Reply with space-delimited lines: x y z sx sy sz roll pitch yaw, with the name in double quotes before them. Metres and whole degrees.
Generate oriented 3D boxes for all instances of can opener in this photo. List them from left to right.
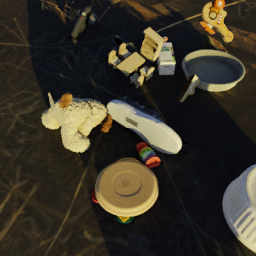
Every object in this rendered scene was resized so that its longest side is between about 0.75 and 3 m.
"can opener" -2.206 -5.032 13.504 1.001 0.807 2.546 11 48 9

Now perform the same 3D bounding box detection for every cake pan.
"cake pan" 3.365 -2.311 11.220 2.440 0.447 2.440 0 48 0

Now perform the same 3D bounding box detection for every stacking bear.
"stacking bear" 0.545 0.769 8.393 0.510 0.477 0.839 -19 45 -16

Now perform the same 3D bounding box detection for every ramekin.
"ramekin" 3.665 1.890 6.877 2.368 1.103 2.368 1 48 -1

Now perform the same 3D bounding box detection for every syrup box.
"syrup box" 1.553 -2.907 11.658 0.607 0.627 1.541 0 48 -1

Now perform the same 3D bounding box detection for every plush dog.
"plush dog" -1.483 -0.468 8.969 2.086 1.674 1.792 38 34 30

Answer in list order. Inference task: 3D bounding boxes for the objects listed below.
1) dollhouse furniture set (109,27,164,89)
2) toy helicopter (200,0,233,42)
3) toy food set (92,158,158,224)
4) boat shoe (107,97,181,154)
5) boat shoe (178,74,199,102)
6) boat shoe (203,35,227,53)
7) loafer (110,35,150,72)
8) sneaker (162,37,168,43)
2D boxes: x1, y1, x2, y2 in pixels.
"dollhouse furniture set" 0.405 -2.766 10.706 1.568 1.188 1.789 44 69 13
"toy helicopter" 2.988 -3.466 9.377 0.992 1.500 0.592 -46 17 -9
"toy food set" -0.070 1.609 7.603 1.755 0.431 1.773 -30 54 -25
"boat shoe" 0.621 -0.215 9.017 2.827 0.988 0.936 29 46 28
"boat shoe" 2.236 -1.393 10.145 1.139 0.378 0.421 -58 21 -5
"boat shoe" 3.850 -3.622 12.445 0.500 0.529 1.471 -12 58 -16
"loafer" 0.036 -3.127 11.714 0.804 0.831 2.367 -30 54 -25
"sneaker" 1.252 -3.865 12.642 1.250 0.487 0.514 -23 50 -21
